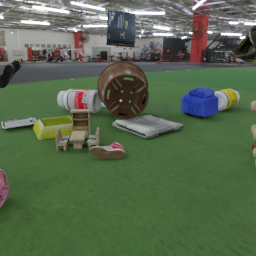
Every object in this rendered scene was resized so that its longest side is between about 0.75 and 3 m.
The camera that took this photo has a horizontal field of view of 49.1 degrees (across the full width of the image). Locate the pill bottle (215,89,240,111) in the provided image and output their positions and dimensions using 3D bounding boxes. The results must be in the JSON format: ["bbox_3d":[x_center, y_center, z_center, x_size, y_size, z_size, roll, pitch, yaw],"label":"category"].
[{"bbox_3d":[4.921,-1.453,14.124,1.752,0.981,0.981,-16,23,-42],"label":"pill bottle"}]

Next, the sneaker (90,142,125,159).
[{"bbox_3d":[-0.608,0.641,8.320,1.013,0.361,0.570,6,21,-4],"label":"sneaker"}]

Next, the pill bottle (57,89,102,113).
[{"bbox_3d":[-2.355,-1.327,13.523,1.943,1.090,1.090,6,18,19],"label":"pill bottle"}]

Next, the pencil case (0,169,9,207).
[{"bbox_3d":[-3.536,1.195,5.675,2.093,0.866,0.905,2,45,3],"label":"pencil case"}]

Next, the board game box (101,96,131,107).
[{"bbox_3d":[-0.873,-1.464,15.438,1.850,0.239,1.850,13,21,38],"label":"board game box"}]

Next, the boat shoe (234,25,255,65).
[{"bbox_3d":[3.959,-2.646,8.168,0.881,0.958,2.680,1,-13,-3],"label":"boat shoe"}]

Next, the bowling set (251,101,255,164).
[{"bbox_3d":[4.100,0.277,7.834,1.146,2.134,1.485,-3,-13,21],"label":"bowling set"}]

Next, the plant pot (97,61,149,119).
[{"bbox_3d":[-0.144,-1.571,12.024,2.407,2.407,2.383,-1,17,-5],"label":"plant pot"}]

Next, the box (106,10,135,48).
[{"bbox_3d":[-0.313,-4.397,12.428,1.257,1.595,0.407,4,-17,-8],"label":"box"}]

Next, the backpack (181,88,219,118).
[{"bbox_3d":[3.216,-1.191,12.805,1.227,1.267,1.510,-10,14,-35],"label":"backpack"}]

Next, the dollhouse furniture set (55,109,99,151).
[{"bbox_3d":[-1.614,0.032,9.231,1.310,0.993,1.495,-1,17,-3],"label":"dollhouse furniture set"}]

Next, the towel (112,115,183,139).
[{"bbox_3d":[0.739,-0.168,10.964,2.070,0.371,2.150,-13,21,-37],"label":"towel"}]

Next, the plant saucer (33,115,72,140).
[{"bbox_3d":[-2.644,-0.089,10.626,1.720,0.412,1.717,-8,19,-24],"label":"plant saucer"}]

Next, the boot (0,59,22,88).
[{"bbox_3d":[-3.001,-1.396,7.107,0.282,0.772,0.581,33,32,-13],"label":"boot"}]

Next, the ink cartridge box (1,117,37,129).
[{"bbox_3d":[-4.179,-0.228,11.113,1.471,0.288,0.731,-10,7,-32],"label":"ink cartridge box"}]
